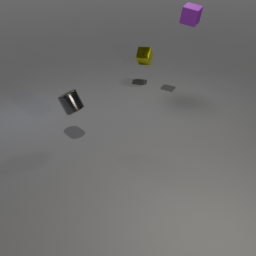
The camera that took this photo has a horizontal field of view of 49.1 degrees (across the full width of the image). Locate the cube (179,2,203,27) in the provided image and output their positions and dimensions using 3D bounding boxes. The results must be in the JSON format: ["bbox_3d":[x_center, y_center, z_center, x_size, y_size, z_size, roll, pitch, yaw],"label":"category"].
[{"bbox_3d":[2.680,-4.803,11.871,0.700,0.700,0.700,23,45,17],"label":"cube"}]

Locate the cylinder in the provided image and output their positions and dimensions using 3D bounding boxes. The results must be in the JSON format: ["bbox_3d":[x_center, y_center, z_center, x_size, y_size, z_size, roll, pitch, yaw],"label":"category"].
[{"bbox_3d":[-2.014,-0.916,9.924,0.700,0.700,0.700,-24,17,8],"label":"cylinder"}]

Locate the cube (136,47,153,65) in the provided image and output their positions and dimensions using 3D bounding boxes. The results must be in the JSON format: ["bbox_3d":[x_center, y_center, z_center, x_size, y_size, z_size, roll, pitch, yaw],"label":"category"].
[{"bbox_3d":[0.886,-3.805,14.816,0.700,0.700,0.700,7,75,20],"label":"cube"}]
